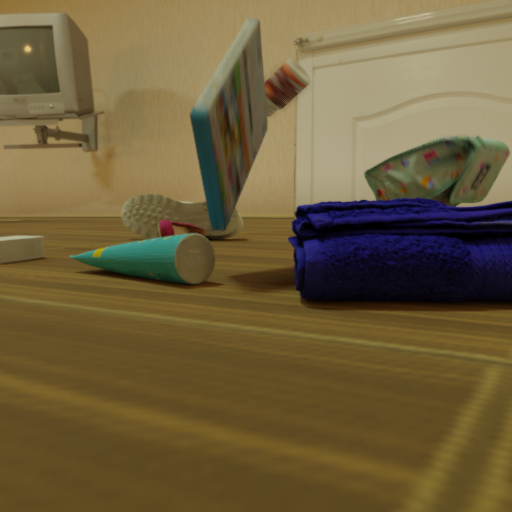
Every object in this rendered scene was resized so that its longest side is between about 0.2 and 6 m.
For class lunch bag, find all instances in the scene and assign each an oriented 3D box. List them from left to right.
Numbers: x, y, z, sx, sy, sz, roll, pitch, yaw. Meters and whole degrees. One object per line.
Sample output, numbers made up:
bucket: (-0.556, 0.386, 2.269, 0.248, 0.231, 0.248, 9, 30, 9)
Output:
lunch bag: (3.354, -1.457, 10.066, 2.087, 1.272, 1.777, -27, -14, 40)

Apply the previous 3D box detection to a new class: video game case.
video game case: (-0.248, -1.642, 6.871, 0.200, 1.609, 2.248, 7, 47, 13)

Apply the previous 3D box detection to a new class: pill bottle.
pill bottle: (0.397, -2.725, 9.144, 0.884, 0.505, 0.505, -37, -16, 30)

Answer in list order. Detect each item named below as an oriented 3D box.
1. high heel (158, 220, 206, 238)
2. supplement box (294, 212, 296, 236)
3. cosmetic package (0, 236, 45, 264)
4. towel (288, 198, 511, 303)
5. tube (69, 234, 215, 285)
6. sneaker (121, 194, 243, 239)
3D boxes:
high heel: (-1.621, -0.528, 12.280, 0.789, 0.554, 1.645, -10, -9, 5)
supplement box: (1.602, -0.855, 15.136, 0.995, 0.668, 0.994, -1, 5, -8)
cosmetic package: (-3.742, -0.102, 8.509, 0.507, 0.356, 1.000, 2, 5, 17)
towel: (2.340, -0.188, 5.881, 4.005, 0.992, 2.958, 0, 6, 2)
tube: (-1.345, 0.046, 6.590, 0.817, 0.532, 2.109, 13, -10, -43)
sneaker: (-1.824, -0.839, 13.834, 2.990, 1.142, 1.203, 7, -3, 7)
